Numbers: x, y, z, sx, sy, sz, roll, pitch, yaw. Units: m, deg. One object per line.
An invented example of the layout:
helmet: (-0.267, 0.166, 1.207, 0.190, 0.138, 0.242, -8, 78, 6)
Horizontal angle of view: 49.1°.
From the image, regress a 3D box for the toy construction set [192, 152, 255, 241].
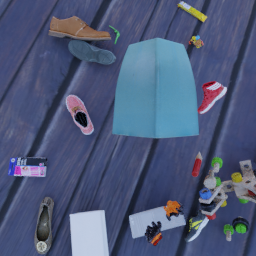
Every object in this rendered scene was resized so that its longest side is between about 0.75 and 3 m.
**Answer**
toy construction set: (3.602, 1.886, 10.035, 2.937, 2.257, 2.449, 45, 123, -5)

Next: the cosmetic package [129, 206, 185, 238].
cosmetic package: (0.999, 3.279, 9.972, 1.865, 0.996, 0.841, -11, 73, -2)

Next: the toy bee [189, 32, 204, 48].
toy bee: (2.986, -3.810, 12.392, 0.513, 0.944, 0.618, -29, 111, 18)

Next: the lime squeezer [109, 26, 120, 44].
lime squeezer: (-0.566, -4.276, 12.677, 0.342, 0.183, 0.968, -25, 74, 25)

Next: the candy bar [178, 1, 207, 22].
candy bar: (2.970, -5.421, 12.985, 1.510, 0.167, 0.377, 37, 73, 11)

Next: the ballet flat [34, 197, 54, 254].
ballet flat: (-3.040, 3.520, 10.168, 0.667, 0.459, 1.981, 4, 73, 1)

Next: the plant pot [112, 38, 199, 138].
plant pot: (0.855, -1.154, 8.478, 1.928, 1.927, 2.728, -2, 94, -42)

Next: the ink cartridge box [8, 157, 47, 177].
ink cartridge box: (-3.931, 1.503, 10.891, 1.486, 0.276, 0.704, 1, 73, 3)

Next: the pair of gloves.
pair of gloves: (1.082, 2.808, 8.404, 0.188, 1.352, 1.518, 43, 80, -3)

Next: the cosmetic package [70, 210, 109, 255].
cosmetic package: (-1.229, 4.175, 9.491, 1.100, 1.396, 2.594, -9, 72, -1)

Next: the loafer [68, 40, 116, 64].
loafer: (-1.542, -3.238, 12.188, 2.139, 0.673, 0.769, 21, 106, 10)

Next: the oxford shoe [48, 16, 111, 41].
oxford shoe: (-2.054, -4.270, 12.069, 2.777, 0.990, 0.990, 11, 104, 3)

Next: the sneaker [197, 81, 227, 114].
sneaker: (2.745, -1.134, 9.868, 0.758, 0.514, 1.312, 33, 119, -13)

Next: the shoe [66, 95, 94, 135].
shoe: (-1.969, -0.652, 11.201, 0.675, 0.860, 1.890, -28, 75, -8)

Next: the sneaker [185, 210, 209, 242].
sneaker: (2.421, 3.560, 10.202, 0.550, 0.484, 1.299, 39, 68, 17)
